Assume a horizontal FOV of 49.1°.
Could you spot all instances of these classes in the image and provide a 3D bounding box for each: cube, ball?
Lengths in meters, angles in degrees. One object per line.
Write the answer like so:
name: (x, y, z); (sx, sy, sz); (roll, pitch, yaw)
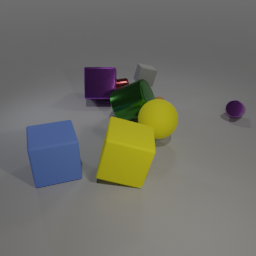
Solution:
cube: (-1.240, -2.070, 13.059); (1.400, 1.400, 1.400); (0, 7, 0)
cube: (0.719, -2.241, 11.786); (0.700, 0.700, 0.700); (9, 25, -17)
cube: (-2.276, 0.754, 8.637); (1.400, 1.400, 1.400); (-10, 32, -16)
cube: (-0.067, 0.712, 8.418); (1.400, 1.400, 1.400); (14, 30, -6)
ball: (1.047, -0.309, 9.824); (1.400, 1.400, 1.400); (0, 30, 0)

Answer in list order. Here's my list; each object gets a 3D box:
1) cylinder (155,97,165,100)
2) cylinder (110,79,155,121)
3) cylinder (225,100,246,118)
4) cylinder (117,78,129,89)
cylinder: (1.369, -0.924, 12.159); (0.700, 0.700, 0.700); (-4, 27, -6)
cylinder: (0.220, -1.069, 11.215); (1.400, 1.400, 1.400); (-18, 23, 24)
cylinder: (4.506, -0.779, 11.717); (0.700, 0.700, 0.700); (19, 8, 29)
cylinder: (-0.373, -2.167, 14.327); (0.700, 0.700, 0.700); (-10, 32, -18)
